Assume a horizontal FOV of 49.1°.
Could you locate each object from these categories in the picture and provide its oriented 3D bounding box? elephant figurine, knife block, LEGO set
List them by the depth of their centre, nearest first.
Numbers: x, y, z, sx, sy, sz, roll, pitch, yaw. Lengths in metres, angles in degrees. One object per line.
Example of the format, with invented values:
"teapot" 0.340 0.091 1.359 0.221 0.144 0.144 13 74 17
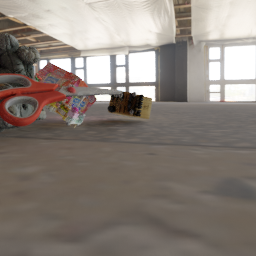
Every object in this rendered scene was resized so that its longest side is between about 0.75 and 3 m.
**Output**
"elephant figurine" -2.586 -0.604 6.006 1.737 2.455 1.905 -31 -24 21
"LEGO set" -2.163 -1.052 8.064 2.572 0.957 1.183 35 3 12
"knife block" -0.335 -0.888 9.804 2.225 0.811 2.534 9 2 -43

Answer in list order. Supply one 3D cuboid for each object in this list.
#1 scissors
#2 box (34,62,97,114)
"scissors" -1.263 -0.755 5.231 1.077 0.205 2.944 45 38 15
"box" -2.475 -1.449 10.563 2.420 1.145 1.242 31 -17 40
